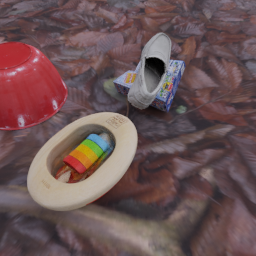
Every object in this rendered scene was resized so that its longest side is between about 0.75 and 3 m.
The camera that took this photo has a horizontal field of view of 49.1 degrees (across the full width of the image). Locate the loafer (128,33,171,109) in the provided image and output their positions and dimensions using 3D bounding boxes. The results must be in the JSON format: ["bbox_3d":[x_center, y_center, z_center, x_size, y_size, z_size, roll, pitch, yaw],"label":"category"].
[{"bbox_3d":[0.771,-1.730,7.873,0.931,0.929,2.662,27,62,-17],"label":"loafer"}]

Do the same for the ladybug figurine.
[{"bbox_3d":[-0.930,0.771,6.570,1.980,1.049,2.916,34,61,28],"label":"ladybug figurine"}]

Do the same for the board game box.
[{"bbox_3d":[0.621,-1.550,8.890,1.914,0.590,1.915,12,61,23],"label":"board game box"}]

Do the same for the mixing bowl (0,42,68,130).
[{"bbox_3d":[-3.448,-1.533,8.520,2.985,1.617,2.985,1,47,-1],"label":"mixing bowl"}]
